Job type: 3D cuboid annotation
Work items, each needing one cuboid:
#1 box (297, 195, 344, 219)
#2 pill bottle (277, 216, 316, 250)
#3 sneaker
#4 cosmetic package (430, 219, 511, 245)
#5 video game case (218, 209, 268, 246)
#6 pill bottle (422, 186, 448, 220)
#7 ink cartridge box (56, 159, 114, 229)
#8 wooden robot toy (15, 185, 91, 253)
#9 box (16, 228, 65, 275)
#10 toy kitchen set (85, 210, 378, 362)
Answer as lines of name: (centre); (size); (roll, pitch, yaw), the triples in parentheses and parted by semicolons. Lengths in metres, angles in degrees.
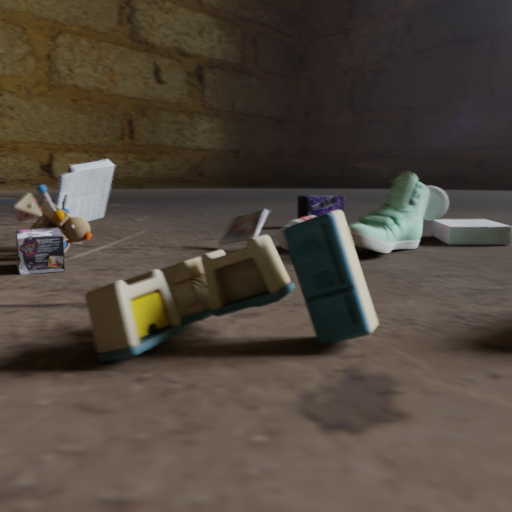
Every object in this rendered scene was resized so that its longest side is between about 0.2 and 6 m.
box: (1.789, -1.241, 15.613); (1.195, 0.884, 0.624); (-4, 10, -21)
pill bottle: (0.889, -0.437, 11.082); (0.608, 0.608, 1.083); (6, 14, 33)
sneaker: (2.401, -0.868, 10.473); (0.930, 1.491, 2.528); (17, 15, 36)
cosmetic package: (4.725, -0.547, 12.479); (1.277, 0.438, 1.694); (2, 9, 4)
video game case: (-0.260, -0.583, 11.334); (0.898, 0.103, 0.819); (-10, 39, 31)
pill bottle: (3.602, -1.145, 12.016); (0.707, 0.707, 1.259); (1, 7, 4)
ink cartridge box: (-3.493, -1.217, 11.111); (0.268, 1.319, 1.321); (35, 32, 20)
wooden robot toy: (-3.439, -0.413, 10.055); (1.006, 0.977, 2.217); (25, -13, 8)
box: (-3.458, -0.097, 8.935); (0.697, 0.605, 1.055); (-4, 9, -23)
toy kitchen set: (-0.162, 0.473, 4.816); (1.914, 1.128, 1.533); (-18, 1, 25)
